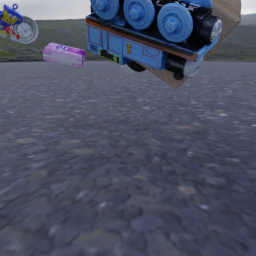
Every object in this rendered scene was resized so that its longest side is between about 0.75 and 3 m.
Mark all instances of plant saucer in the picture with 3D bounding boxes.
[{"bbox_3d":[-3.510,-3.328,9.498,0.906,0.906,0.227,-5,17,-16],"label":"plant saucer"}]

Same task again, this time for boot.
[{"bbox_3d":[0.128,-3.197,8.605,0.908,2.481,1.868,-13,36,51],"label":"boot"}]

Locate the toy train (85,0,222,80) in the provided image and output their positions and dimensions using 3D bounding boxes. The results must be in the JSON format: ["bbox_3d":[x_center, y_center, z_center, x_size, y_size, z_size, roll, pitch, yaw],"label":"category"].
[{"bbox_3d":[0.377,-1.842,5.229,2.659,1.519,1.153,27,51,23],"label":"toy train"}]

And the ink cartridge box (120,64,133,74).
[{"bbox_3d":[0.291,-3.176,12.614,0.578,0.959,1.320,32,40,-7],"label":"ink cartridge box"}]

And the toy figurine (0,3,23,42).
[{"bbox_3d":[-3.597,-3.285,8.003,0.851,0.967,1.614,56,18,21],"label":"toy figurine"}]

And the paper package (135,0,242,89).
[{"bbox_3d":[1.082,-2.511,6.668,2.251,2.362,1.222,34,48,-6],"label":"paper package"}]

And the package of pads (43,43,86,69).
[{"bbox_3d":[-2.176,-2.507,9.658,1.350,0.511,0.813,12,32,-7],"label":"package of pads"}]
